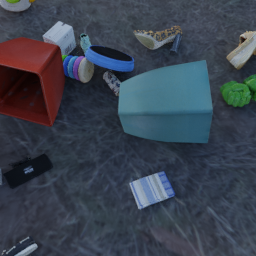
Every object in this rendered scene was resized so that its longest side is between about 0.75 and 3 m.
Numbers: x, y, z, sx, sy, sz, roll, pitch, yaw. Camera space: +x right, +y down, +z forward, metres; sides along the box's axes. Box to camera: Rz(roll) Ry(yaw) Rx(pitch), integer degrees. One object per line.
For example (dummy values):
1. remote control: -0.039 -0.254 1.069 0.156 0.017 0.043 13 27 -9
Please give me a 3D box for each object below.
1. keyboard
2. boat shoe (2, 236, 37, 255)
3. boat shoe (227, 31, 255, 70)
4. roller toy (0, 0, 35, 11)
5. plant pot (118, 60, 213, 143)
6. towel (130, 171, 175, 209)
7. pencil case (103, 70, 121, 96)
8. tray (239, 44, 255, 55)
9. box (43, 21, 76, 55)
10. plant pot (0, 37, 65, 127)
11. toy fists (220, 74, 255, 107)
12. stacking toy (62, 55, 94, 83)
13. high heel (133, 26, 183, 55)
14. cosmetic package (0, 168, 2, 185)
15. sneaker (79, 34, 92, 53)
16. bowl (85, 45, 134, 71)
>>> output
1. keyboard: -3.397 1.366 9.524 1.534 0.304 0.798 -27 86 -16
2. boat shoe: -3.319 3.602 7.996 1.386 0.512 0.418 -28 64 -19
3. boat shoe: 5.096 -3.634 11.797 0.871 0.928 2.516 38 77 8
4. roller toy: -5.480 -6.415 13.541 1.470 1.126 1.612 32 55 13
5. plant pot: 1.231 -0.793 9.753 2.953 2.086 2.087 -2 59 9
6. towel: 0.780 2.011 9.144 1.290 0.154 0.948 -17 59 -12
7. pencil case: -0.542 -1.821 11.209 0.530 0.461 1.185 -35 65 -4
8. tray: 5.565 -3.560 12.383 1.242 0.230 0.613 19 61 12
9. box: -2.886 -3.678 11.926 0.731 1.119 1.113 27 63 15
10. plant pot: -3.589 -1.910 10.271 2.496 2.493 2.199 15 50 9
11. toy fists: 4.632 -1.447 10.882 1.974 0.679 1.006 -17 61 -11
12. stacking toy: -2.644 -2.604 11.509 2.391 1.021 1.021 16 61 17
13. high heel: 1.357 -4.220 12.398 2.117 0.756 1.509 21 67 -7
14. cosmetic package: -4.469 1.408 8.918 0.524 1.161 0.620 -15 63 -6
15. sneaker: -1.740 -3.527 12.076 0.447 0.716 1.215 -29 65 -17
16. bowl: -0.695 -2.821 11.212 2.004 0.393 2.004 15 26 -7
